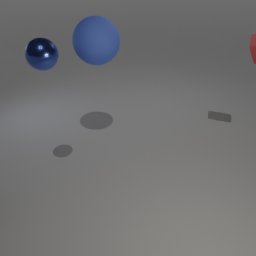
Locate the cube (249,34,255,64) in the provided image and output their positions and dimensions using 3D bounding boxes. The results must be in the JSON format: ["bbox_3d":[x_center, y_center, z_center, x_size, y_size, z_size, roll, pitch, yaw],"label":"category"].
[{"bbox_3d":[4.284,-2.547,8.796,0.700,0.700,0.700,-5,45,35],"label":"cube"}]

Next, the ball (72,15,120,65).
[{"bbox_3d":[-0.930,-2.563,8.254,1.400,1.400,1.400,0,30,0],"label":"ball"}]

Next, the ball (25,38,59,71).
[{"bbox_3d":[-1.871,-1.599,6.086,0.700,0.700,0.700,0,30,0],"label":"ball"}]
